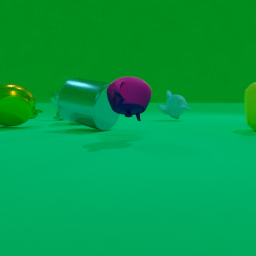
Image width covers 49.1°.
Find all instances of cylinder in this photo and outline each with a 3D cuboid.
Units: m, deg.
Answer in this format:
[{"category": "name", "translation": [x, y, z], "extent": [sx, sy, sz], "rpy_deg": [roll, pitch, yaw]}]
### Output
[{"category": "cylinder", "translation": [-0.898, -0.589, 6.739], "extent": [1.117, 1.117, 1.117], "rpy_deg": [14, 12, 30]}]

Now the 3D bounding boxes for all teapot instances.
[{"category": "teapot", "translation": [3.171, -0.536, 6.421], "extent": [0.893, 1.135, 1.825], "rpy_deg": [-3, -34, 19]}, {"category": "teapot", "translation": [0.029, -0.453, 4.653], "extent": [0.753, 0.593, 1.211], "rpy_deg": [-4, -18, 19]}, {"category": "teapot", "translation": [-3.010, -0.650, 7.364], "extent": [1.901, 1.182, 0.931], "rpy_deg": [30, 18, -42]}]

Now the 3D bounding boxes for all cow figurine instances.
[{"category": "cow figurine", "translation": [-2.533, -0.798, 10.253], "extent": [0.557, 1.015, 0.998], "rpy_deg": [-13, 36, -6]}]

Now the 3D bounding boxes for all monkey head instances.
[{"category": "monkey head", "translation": [1.613, -0.833, 10.096], "extent": [0.996, 0.834, 1.384], "rpy_deg": [14, 25, -41]}]
